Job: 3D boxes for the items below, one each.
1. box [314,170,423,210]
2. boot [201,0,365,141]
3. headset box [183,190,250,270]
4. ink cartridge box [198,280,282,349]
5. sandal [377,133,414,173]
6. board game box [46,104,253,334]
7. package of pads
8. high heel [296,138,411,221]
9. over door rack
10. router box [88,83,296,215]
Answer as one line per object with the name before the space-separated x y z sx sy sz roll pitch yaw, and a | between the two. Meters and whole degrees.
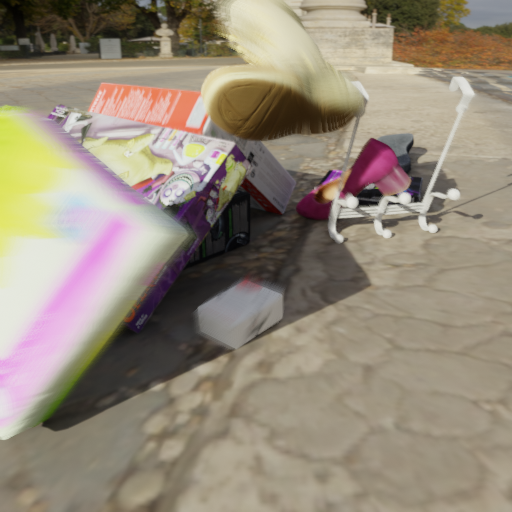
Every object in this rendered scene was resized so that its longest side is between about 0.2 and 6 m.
box | 2.435 -1.417 11.955 2.117 0.382 1.514 6 24 17
boot | 0.051 -2.633 7.482 2.675 0.974 2.079 -13 65 -40
headset box | -1.440 -0.563 9.193 1.810 0.964 2.079 20 30 38
ink cartridge box | -0.188 0.707 6.915 0.644 0.364 0.877 21 34 37
sandal | 3.627 -2.636 14.798 0.997 0.561 2.622 0 32 18
board game box | -2.484 -0.869 8.400 4.542 0.733 2.726 20 74 39
package of pads | -2.072 0.131 4.979 1.859 2.406 0.820 40 11 8
high heel | 1.457 -1.396 10.039 2.426 1.166 0.818 -18 42 39
over door rack | 2.335 -1.433 9.151 2.010 2.721 0.906 -6 35 -14
router box | -1.113 -1.953 10.505 2.771 0.754 3.088 16 -12 33
